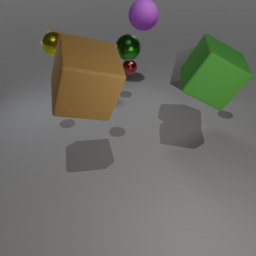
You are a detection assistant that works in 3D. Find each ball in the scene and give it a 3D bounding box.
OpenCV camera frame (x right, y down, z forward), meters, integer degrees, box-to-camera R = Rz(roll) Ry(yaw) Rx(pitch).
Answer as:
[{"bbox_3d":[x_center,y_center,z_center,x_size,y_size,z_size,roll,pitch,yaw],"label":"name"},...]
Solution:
[{"bbox_3d":[0.074,-2.812,12.948,0.700,0.700,0.700,0,32,0],"label":"ball"},{"bbox_3d":[-2.199,-2.484,8.309,0.700,0.700,0.700,0,32,0],"label":"ball"},{"bbox_3d":[-0.003,-2.197,7.664,0.700,0.700,0.700,0,32,0],"label":"ball"},{"bbox_3d":[0.725,-5.279,13.094,1.400,1.400,1.400,0,32,0],"label":"ball"}]

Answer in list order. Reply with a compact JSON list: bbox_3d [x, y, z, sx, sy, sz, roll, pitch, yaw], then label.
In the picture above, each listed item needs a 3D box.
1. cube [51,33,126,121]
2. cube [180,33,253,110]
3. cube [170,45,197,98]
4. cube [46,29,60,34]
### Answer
[{"bbox_3d":[-1.022,-1.182,6.682,1.400,1.400,1.400,5,46,-21],"label":"cube"},{"bbox_3d":[2.536,-1.662,8.337,1.400,1.400,1.400,24,39,-13],"label":"cube"},{"bbox_3d":[2.654,-2.093,10.409,1.400,1.400,1.400,24,-14,-30],"label":"cube"},{"bbox_3d":[-2.785,-3.397,10.945,0.700,0.700,0.700,9,16,-38],"label":"cube"}]
